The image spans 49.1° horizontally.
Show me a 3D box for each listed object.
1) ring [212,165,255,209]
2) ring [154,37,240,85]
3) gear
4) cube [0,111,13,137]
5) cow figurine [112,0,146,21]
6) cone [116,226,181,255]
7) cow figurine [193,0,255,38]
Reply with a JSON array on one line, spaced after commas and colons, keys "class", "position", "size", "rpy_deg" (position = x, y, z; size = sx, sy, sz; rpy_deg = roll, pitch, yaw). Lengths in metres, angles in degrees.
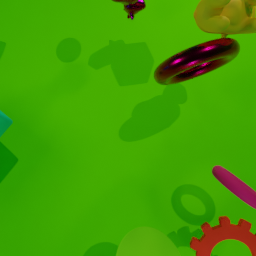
[{"class": "ring", "position": [2.634, 1.406, 6.695], "size": [1.446, 1.446, 0.289], "rpy_deg": [37, 98, 4]}, {"class": "ring", "position": [1.521, -1.455, 6.322], "size": [1.965, 1.965, 0.393], "rpy_deg": [-18, 87, -2]}, {"class": "gear", "position": [2.397, 3.074, 6.488], "size": [1.929, 0.357, 1.929], "rpy_deg": [-2, 79, 10]}, {"class": "cube", "position": [-3.606, -0.182, 5.968], "size": [1.290, 1.290, 1.290], "rpy_deg": [35, 81, 16]}, {"class": "cow figurine", "position": [-0.042, -3.348, 7.141], "size": [1.317, 1.296, 0.723], "rpy_deg": [-16, 77, -34]}, {"class": "cone", "position": [0.056, 2.883, 5.381], "size": [1.498, 1.504, 1.498], "rpy_deg": [21, 46, -23]}, {"class": "cow figurine", "position": [2.021, -2.330, 5.785], "size": [1.738, 1.710, 0.954], "rpy_deg": [-8, 107, -17]}]
